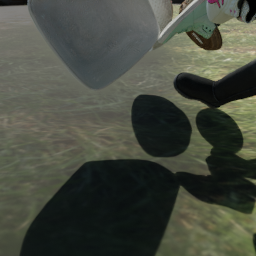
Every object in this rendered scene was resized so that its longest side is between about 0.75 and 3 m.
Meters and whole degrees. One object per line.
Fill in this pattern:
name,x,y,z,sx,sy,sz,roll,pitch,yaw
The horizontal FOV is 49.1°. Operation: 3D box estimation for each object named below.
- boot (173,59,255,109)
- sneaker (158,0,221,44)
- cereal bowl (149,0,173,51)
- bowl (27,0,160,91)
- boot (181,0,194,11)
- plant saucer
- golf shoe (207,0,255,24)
boot,1.569,-0.763,4.437,1.135,0.452,1.377,17,-16,-26
sneaker,1.652,-2.565,7.322,1.691,0.997,0.622,-40,17,11
cereal bowl,0.795,-4.317,10.086,1.206,2.895,2.895,-24,32,-5
bowl,-0.830,-2.626,6.980,2.759,2.755,1.030,-44,30,-14
boot,2.253,-3.579,8.246,1.757,1.284,0.617,-11,35,-34
plant saucer,2.377,-3.356,9.459,0.293,1.990,1.990,-42,36,1
golf shoe,2.060,-2.410,5.212,0.851,1.079,2.343,11,-4,-7
